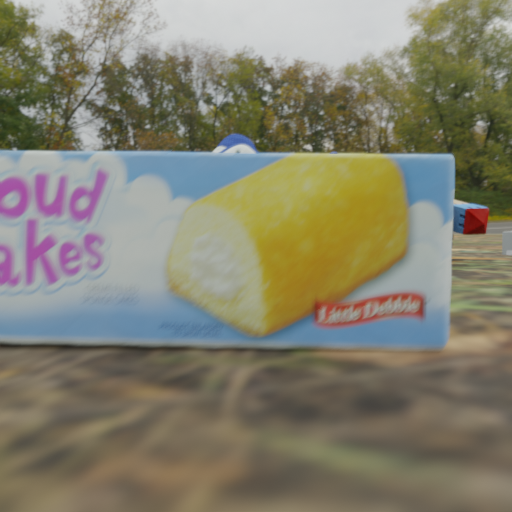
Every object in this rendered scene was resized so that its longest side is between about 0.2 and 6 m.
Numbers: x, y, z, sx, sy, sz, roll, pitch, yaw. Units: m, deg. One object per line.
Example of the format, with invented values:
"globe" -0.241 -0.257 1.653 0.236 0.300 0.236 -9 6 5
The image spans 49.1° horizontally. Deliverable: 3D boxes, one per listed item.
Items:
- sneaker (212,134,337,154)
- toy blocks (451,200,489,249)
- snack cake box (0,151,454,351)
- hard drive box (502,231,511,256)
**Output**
"sneaker" -0.558 -0.428 5.409 3.309 1.459 1.246 -3 5 -27
"toy blocks" 2.170 -0.548 9.440 3.371 1.685 2.304 -1 14 -13
"snack cake box" -0.460 -0.066 3.290 2.749 0.924 1.581 0 4 1
"hard drive box" 5.762 -0.252 11.136 1.296 0.498 1.010 -1 3 -20
